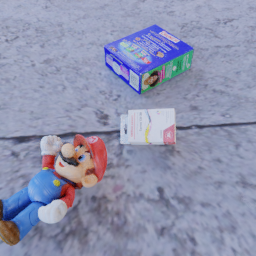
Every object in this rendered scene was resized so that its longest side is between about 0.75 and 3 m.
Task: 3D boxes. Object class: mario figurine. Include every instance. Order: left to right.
[{"bbox_3d":[-1.673,1.010,5.988,2.809,1.489,1.734,-38,85,-23],"label":"mario figurine"}]

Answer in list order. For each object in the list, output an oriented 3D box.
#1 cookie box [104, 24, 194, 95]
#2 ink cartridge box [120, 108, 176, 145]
[{"bbox_3d":[0.723,-2.475,9.789,2.402,0.903,2.055,-30,56,-24],"label":"cookie box"},{"bbox_3d":[0.487,-0.017,7.445,1.524,0.514,0.887,-2,80,13],"label":"ink cartridge box"}]
